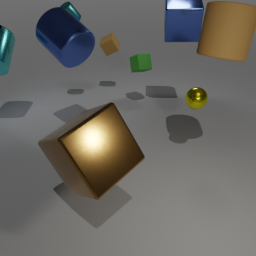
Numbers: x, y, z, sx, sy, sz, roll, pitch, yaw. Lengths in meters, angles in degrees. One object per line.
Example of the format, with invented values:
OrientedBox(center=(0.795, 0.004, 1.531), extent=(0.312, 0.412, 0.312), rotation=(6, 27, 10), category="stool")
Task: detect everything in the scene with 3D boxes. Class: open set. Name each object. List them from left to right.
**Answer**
OrientedBox(center=(-4.941, -2.827, 10.145), extent=(1.400, 1.400, 1.400), rotation=(2, 72, 4), category="cylinder")
OrientedBox(center=(-2.035, -2.939, 9.150), extent=(1.400, 1.400, 1.400), rotation=(45, 46, 17), category="cylinder")
OrientedBox(center=(-2.342, -4.501, 11.126), extent=(0.700, 0.700, 0.700), rotation=(-19, 51, 25), category="cylinder")
OrientedBox(center=(-0.792, 0.472, 5.966), extent=(1.400, 1.400, 1.400), rotation=(-38, 15, -30), category="cube")
OrientedBox(center=(-0.888, -4.090, 13.682), extent=(0.700, 0.700, 0.700), rotation=(-20, 39, 20), category="cube")
OrientedBox(center=(0.573, -2.905, 12.552), extent=(0.700, 0.700, 0.700), rotation=(-10, 5, -31), category="cube")
OrientedBox(center=(2.190, -4.429, 11.252), extent=(1.400, 1.400, 1.400), rotation=(1, 49, 6), category="cube")
OrientedBox(center=(2.140, -0.928, 8.752), extent=(0.700, 0.700, 0.700), rotation=(0, 29, 0), category="ball")
OrientedBox(center=(2.748, -2.669, 7.786), extent=(1.400, 1.400, 1.400), rotation=(8, 20, -3), category="cylinder")
